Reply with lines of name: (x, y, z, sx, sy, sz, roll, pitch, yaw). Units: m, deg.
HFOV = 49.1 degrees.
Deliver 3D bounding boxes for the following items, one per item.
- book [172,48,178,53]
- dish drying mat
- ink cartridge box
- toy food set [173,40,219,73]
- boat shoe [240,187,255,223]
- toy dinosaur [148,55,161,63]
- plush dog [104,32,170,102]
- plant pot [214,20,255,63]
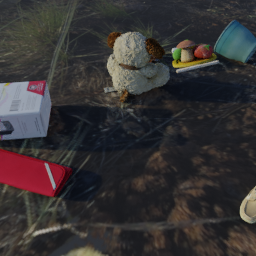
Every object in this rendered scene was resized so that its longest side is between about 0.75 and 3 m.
book: (2.937, -3.645, 13.925, 0.989, 0.356, 1.481, -13, 43, -11)
dish drying mat: (-3.273, 1.266, 8.485, 2.976, 0.271, 1.143, 13, 45, 14)
ink cartridge box: (-4.254, -0.624, 9.903, 2.765, 1.184, 2.041, -5, 42, -3)
toy food set: (2.170, -2.581, 9.371, 1.454, 0.807, 2.472, -10, 19, 10)
boat shoe: (3.528, 1.908, 7.600, 0.556, 0.500, 1.540, 31, 50, 30)
toy dinosaur: (0.739, -3.427, 13.123, 1.729, 1.301, 2.547, 19, 21, -3)
plush dog: (0.138, -2.592, 11.126, 2.875, 2.470, 2.307, 16, 44, 18)
plant pot: (5.309, -4.006, 13.453, 1.588, 1.690, 1.690, 40, 54, 18)
